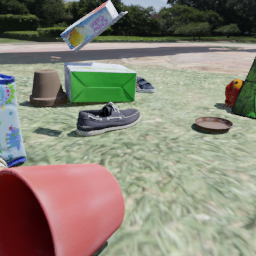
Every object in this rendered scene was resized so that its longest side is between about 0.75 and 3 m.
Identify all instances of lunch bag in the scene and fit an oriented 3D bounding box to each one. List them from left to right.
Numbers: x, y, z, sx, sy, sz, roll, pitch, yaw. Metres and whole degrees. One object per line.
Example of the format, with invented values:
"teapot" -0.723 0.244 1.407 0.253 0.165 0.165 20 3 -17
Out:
"lunch bag" -3.366 -0.231 6.006 2.289 1.946 1.458 14 25 33

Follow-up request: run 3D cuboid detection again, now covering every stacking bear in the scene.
"stacking bear" 4.647 -1.297 9.781 2.431 1.383 1.476 -1 59 26

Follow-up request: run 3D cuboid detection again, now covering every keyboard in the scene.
"keyboard" -0.710 -2.459 7.196 1.664 0.089 0.468 -31 12 19

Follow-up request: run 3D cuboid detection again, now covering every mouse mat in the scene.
"mouse mat" 4.773 -1.394 8.935 2.138 2.657 0.100 19 -11 41

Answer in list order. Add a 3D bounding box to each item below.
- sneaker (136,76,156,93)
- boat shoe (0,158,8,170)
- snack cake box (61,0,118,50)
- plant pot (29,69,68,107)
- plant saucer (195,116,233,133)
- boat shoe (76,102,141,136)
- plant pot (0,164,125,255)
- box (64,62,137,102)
"sneaker" 0.549 -1.975 12.557 1.573 0.625 0.617 18 25 36
"boat shoe" -3.148 0.980 4.109 2.714 1.014 0.928 -11 18 -30
"snack cake box" -1.502 -4.104 11.174 2.158 0.725 1.241 -25 26 19
"plant pot" -3.028 -1.553 10.544 1.424 1.242 1.424 0 19 0
"plant saucer" 2.483 -0.091 8.143 1.084 0.187 1.084 -1 21 0
"boat shoe" -0.483 -0.367 8.128 2.231 0.700 0.810 -17 26 -37
"plant pot" -0.820 1.085 3.541 1.448 1.448 1.281 16 16 37
"box" -1.193 -1.895 11.224 2.509 1.213 2.214 -3 20 -19
